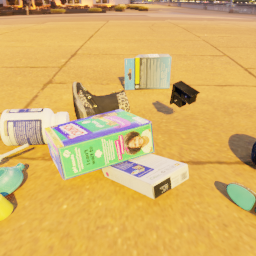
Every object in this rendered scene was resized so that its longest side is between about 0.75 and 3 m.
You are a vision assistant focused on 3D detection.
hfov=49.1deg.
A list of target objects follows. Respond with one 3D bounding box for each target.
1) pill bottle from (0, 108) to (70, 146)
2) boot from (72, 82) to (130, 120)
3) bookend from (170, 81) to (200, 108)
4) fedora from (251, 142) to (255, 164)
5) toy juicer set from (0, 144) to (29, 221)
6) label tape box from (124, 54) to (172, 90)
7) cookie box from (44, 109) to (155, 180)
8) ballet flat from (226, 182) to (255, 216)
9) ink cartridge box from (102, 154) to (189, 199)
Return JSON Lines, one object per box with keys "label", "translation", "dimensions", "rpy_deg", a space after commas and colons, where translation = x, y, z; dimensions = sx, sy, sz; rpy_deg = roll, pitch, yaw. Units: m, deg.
{"label": "pill bottle", "translation": [-3.055, -0.047, 9.424], "dimensions": [2.050, 1.227, 1.227], "rpy_deg": [-2, 28, -4]}
{"label": "boot", "translation": [-1.215, -1.177, 11.737], "dimensions": [2.117, 1.029, 2.812], "rpy_deg": [-8, 33, -13]}
{"label": "bookend", "translation": [1.979, -1.044, 9.895], "dimensions": [0.421, 0.913, 0.908], "rpy_deg": [-26, 50, -28]}
{"label": "fedora", "translation": [4.220, 0.699, 8.405], "dimensions": [1.533, 1.533, 0.700], "rpy_deg": [-13, -4, -23]}
{"label": "toy juicer set", "translation": [-3.500, 1.473, 7.339], "dimensions": [1.546, 0.661, 2.430], "rpy_deg": [-14, 33, 6]}
{"label": "label tape box", "translation": [0.950, -2.835, 14.153], "dimensions": [2.322, 1.675, 0.735], "rpy_deg": [-2, 28, -4]}
{"label": "cookie box", "translation": [-0.929, 0.342, 8.343], "dimensions": [2.672, 1.004, 2.286], "rpy_deg": [-16, 19, -21]}
{"label": "ballet flat", "translation": [3.133, 1.855, 6.758], "dimensions": [0.587, 0.529, 1.559], "rpy_deg": [4, 23, -46]}
{"label": "ink cartridge box", "translation": [0.230, 1.100, 7.741], "dimensions": [1.272, 0.498, 2.686], "rpy_deg": [-21, 23, -35]}
